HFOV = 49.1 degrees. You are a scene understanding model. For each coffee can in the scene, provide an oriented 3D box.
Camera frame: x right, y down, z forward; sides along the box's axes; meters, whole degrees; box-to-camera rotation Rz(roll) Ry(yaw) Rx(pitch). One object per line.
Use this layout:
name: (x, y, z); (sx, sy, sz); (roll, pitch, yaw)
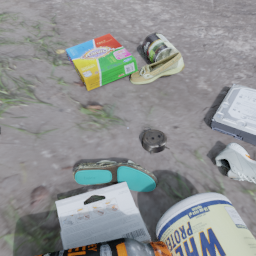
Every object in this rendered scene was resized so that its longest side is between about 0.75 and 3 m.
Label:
coffee can: (1.376, -3.160, 11.723); (1.118, 1.118, 1.528); (-13, 44, -14)

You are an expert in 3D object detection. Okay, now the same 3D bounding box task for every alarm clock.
alarm clock: (0.754, 0.305, 8.501); (0.754, 0.372, 1.118); (-14, 41, -15)

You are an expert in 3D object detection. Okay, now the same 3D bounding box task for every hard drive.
hard drive: (3.960, -0.531, 9.332); (1.711, 0.463, 2.449); (23, 48, 24)

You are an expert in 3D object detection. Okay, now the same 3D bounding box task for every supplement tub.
supplement tub: (1.646, 2.537, 5.036); (1.673, 1.673, 2.307); (-12, 44, -13)
supplement tub: (-0.653, 2.876, 4.598); (2.904, 1.779, 1.779); (-8, 43, -10)

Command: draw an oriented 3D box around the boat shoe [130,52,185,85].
boat shoe: (1.042, -2.277, 10.694); (2.147, 0.676, 0.783); (-13, 41, 19)

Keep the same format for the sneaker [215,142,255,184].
sneaker: (3.129, 1.196, 7.353); (0.876, 0.721, 1.904); (-30, 43, -20)

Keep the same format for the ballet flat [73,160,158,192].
ballet flat: (-0.311, 1.149, 7.365); (2.214, 0.751, 0.834); (3, 23, 6)

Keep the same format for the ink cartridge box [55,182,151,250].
ink cartridge box: (-0.613, 2.178, 6.380); (1.809, 0.405, 1.594); (-13, 44, -15)

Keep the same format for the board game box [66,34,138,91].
board game box: (-1.148, -2.772, 11.391); (2.126, 0.560, 2.779); (-24, 45, -11)
